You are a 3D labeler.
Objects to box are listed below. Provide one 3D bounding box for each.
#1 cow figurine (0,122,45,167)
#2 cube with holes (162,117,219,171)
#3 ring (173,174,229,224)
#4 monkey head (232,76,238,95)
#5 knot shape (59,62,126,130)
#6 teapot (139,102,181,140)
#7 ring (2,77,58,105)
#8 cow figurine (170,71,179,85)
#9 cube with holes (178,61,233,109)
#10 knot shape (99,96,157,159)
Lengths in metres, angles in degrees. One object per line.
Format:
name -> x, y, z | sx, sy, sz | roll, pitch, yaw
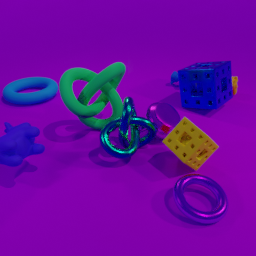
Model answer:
cow figurine -> -2.594, 0.338, 6.357 | 1.439, 0.802, 1.462 | -1, 20, 29
cube with holes -> 1.457, 0.376, 6.515 | 0.775, 0.775, 0.775 | 32, 12, -51
ring -> 1.449, 1.380, 5.593 | 1.120, 0.224, 1.120 | 6, 42, -5
monkey head -> 3.703, -1.579, 10.317 | 0.635, 0.758, 1.054 | 3, 43, 27
knot shape -> -0.835, -0.772, 7.782 | 2.083, 1.949, 0.963 | -26, 38, -27
teapot -> 0.851, -0.131, 7.776 | 1.765, 0.864, 1.098 | -15, 67, -39
ring -> -3.579, -1.406, 10.333 | 1.968, 0.394, 1.968 | -1, 31, 1
cow figurine -> 2.162, -1.885, 11.084 | 0.963, 0.948, 0.529 | 38, 67, -10
cube with holes -> 2.591, -1.449, 9.326 | 1.265, 1.265, 1.265 | 8, 27, 42
knot shape -> 0.103, 0.088, 6.981 | 0.706, 1.528, 1.430 | 13, -12, 47
